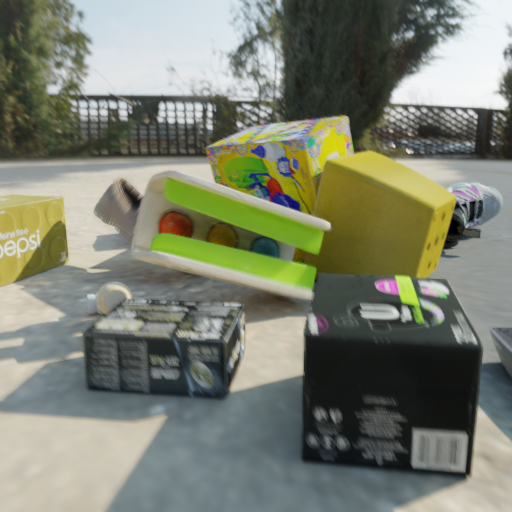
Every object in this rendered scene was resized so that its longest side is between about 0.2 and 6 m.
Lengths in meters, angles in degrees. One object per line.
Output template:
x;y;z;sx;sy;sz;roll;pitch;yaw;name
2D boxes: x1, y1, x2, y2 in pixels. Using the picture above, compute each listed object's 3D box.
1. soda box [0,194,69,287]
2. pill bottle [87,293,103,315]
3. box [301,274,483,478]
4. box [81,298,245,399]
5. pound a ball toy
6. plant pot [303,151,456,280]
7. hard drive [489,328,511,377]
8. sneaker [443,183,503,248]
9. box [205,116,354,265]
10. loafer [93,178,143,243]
-4.786;-0.142;9.086;1.264;1.337;3.949;4;13;17;soda box
-2.086;0.659;7.898;0.557;0.316;0.316;-5;14;-18;pill bottle
1.127;0.916;4.979;1.332;1.115;1.794;2;14;10;box
-0.907;0.938;5.958;1.448;0.624;1.186;2;13;7;box
-0.631;0.083;7.775;2.977;1.941;1.264;15;-6;-28;pound a ball toy
2.208;-0.518;9.570;1.817;2.060;2.060;20;23;28;plant pot
3.234;1.180;5.367;1.340;0.420;1.986;0;13;-2;hard drive
4.536;-0.804;12.604;3.285;1.277;2.298;-12;16;-10;sneaker
0.590;-1.149;10.315;2.253;2.339;1.427;4;28;41;box
-2.025;-0.698;10.022;2.721;0.855;0.978;29;8;41;loafer
